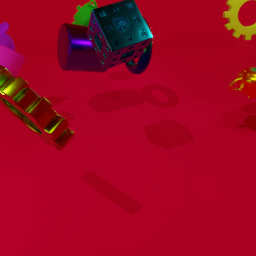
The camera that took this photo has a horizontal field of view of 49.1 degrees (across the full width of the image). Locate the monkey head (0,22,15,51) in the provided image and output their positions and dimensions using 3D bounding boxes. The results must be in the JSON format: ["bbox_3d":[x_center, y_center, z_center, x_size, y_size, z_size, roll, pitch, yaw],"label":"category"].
[{"bbox_3d":[-4.034,-2.495,8.523,1.068,1.484,0.894,28,39,10],"label":"monkey head"}]

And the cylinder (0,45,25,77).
[{"bbox_3d":[-3.333,-1.736,7.606,0.782,0.782,0.782,23,-3,1],"label":"cylinder"}]

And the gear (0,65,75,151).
[{"bbox_3d":[-1.653,-0.297,4.640,1.703,1.703,0.315,27,68,32],"label":"gear"}]

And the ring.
[{"bbox_3d":[0.243,-2.668,9.003,0.377,1.886,1.886,-9,36,-22],"label":"ring"}]

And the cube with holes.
[{"bbox_3d":[-0.220,-2.026,6.130,0.961,0.961,0.961,-25,86,-17],"label":"cube with holes"}]

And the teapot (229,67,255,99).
[{"bbox_3d":[3.592,-1.217,7.830,1.648,0.807,1.024,-2,30,-12],"label":"teapot"}]

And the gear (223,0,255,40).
[{"bbox_3d":[3.164,-2.974,7.279,1.278,1.278,0.236,3,24,4],"label":"gear"}]

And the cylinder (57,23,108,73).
[{"bbox_3d":[-1.359,-2.463,8.743,1.393,1.393,1.393,-3,33,-28],"label":"cylinder"}]

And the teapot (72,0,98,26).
[{"bbox_3d":[-1.555,-4.042,10.135,1.622,0.794,1.009,-27,22,51],"label":"teapot"}]
